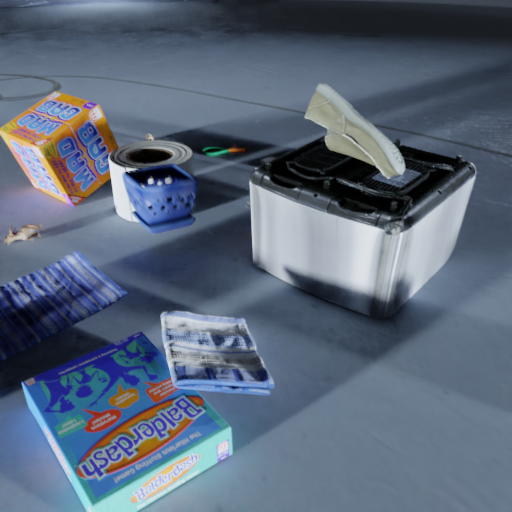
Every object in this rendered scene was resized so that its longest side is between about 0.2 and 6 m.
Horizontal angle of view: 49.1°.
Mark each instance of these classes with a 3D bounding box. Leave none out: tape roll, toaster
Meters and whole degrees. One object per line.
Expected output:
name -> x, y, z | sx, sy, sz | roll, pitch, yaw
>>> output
tape roll -> -2.301, -1.688, 12.547 | 1.845, 1.267, 1.845 | 0, 31, 0
toaster -> 1.816, -0.756, 10.230 | 3.167, 2.078, 3.503 | 22, 38, 32

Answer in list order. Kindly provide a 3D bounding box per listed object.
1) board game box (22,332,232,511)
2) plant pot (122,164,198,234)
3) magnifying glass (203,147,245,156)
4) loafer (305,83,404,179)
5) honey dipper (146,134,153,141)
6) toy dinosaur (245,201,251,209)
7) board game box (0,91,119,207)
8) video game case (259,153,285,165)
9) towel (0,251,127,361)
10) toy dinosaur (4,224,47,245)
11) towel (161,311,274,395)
board game box -> -1.682, 2.043, 7.106 | 1.774, 0.525, 2.332 | -22, 37, -32
plant pot -> -1.866, -1.103, 11.023 | 1.158, 1.041, 1.158 | -16, 32, -27
magnifying glass -> -0.903, -2.946, 15.754 | 1.203, 0.135, 0.479 | -7, 32, -8
loafer -> 1.614, -1.979, 9.404 | 2.160, 0.752, 0.812 | 52, 21, 26
honey dipper -> -3.000, -3.292, 16.255 | 0.186, 0.186, 0.979 | -13, 35, -20
toy dinosaur -> 1.091, -1.324, 12.239 | 2.481, 1.303, 2.252 | 13, 52, -2
board game box -> -4.455, -2.515, 13.053 | 1.714, 1.713, 1.713 | 24, 58, 34
video game case -> 0.675, -2.521, 15.058 | 0.908, 0.100, 0.826 | -25, 39, -36
towel -> -3.603, 0.764, 9.151 | 2.442, 0.291, 1.768 | -29, 42, -31
toy dinosaur -> -4.750, -0.505, 11.522 | 0.557, 0.353, 0.822 | 11, 27, 30
towel -> -0.610, 1.330, 8.029 | 1.413, 0.229, 1.923 | 8, 19, -17
